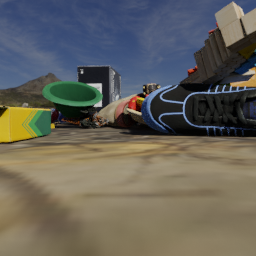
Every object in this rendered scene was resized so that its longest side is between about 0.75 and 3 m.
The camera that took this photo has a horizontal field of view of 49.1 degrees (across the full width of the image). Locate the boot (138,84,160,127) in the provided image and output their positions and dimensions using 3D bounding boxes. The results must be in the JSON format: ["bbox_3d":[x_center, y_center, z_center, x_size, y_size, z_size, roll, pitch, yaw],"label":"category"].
[{"bbox_3d":[0.681,-0.689,8.541,0.638,1.312,1.743,1,2,16],"label":"boot"}]

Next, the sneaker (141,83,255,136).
[{"bbox_3d":[1.608,-0.329,4.567,2.683,0.941,1.045,0,-2,-10],"label":"sneaker"}]

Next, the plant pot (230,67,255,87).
[{"bbox_3d":[3.395,-1.165,8.999,2.440,2.665,2.665,-16,1,4],"label":"plant pot"}]

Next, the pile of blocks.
[{"bbox_3d":[1.665,-1.269,4.820,1.048,0.794,2.554,-7,-17,-10],"label":"pile of blocks"}]

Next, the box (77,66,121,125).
[{"bbox_3d":[-1.013,-1.147,10.518,1.226,2.053,2.088,0,2,8],"label":"box"}]

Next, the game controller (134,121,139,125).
[{"bbox_3d":[0.456,-0.244,10.831,0.901,0.364,1.726,-16,-7,33],"label":"game controller"}]

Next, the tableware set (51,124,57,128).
[{"bbox_3d":[-2.293,-0.057,7.930,0.605,0.138,0.899,2,0,-29],"label":"tableware set"}]

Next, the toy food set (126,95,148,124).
[{"bbox_3d":[1.305,-0.478,7.114,2.670,0.650,2.643,-1,13,-27],"label":"toy food set"}]

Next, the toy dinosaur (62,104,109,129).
[{"bbox_3d":[-1.121,-0.182,7.667,1.245,0.636,0.845,-21,-4,-24],"label":"toy dinosaur"}]

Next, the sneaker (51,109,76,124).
[{"bbox_3d":[-2.774,-0.637,13.047,1.207,0.844,2.090,-4,3,-34],"label":"sneaker"}]

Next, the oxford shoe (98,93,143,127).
[{"bbox_3d":[-0.061,-0.646,9.282,1.046,0.985,2.796,1,7,23],"label":"oxford shoe"}]

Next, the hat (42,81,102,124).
[{"bbox_3d":[-1.685,-0.313,8.236,1.646,1.749,1.987,4,27,-13],"label":"hat"}]

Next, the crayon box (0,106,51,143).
[{"bbox_3d":[-1.901,-0.064,3.919,1.103,0.453,1.755,0,2,4],"label":"crayon box"}]
